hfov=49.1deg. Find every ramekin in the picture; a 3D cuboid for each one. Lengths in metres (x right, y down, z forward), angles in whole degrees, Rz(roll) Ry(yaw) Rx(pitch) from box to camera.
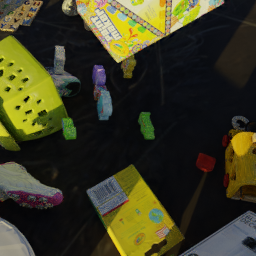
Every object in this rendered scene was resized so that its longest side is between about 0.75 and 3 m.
[{"bbox_3d":[-2.649,2.876,4.386,2.775,1.292,2.775,0,54,0],"label":"ramekin"}]

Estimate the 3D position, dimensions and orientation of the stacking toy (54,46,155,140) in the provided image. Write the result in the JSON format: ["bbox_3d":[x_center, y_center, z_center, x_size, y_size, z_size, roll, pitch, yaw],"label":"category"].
[{"bbox_3d":[-0.644,-0.949,7.064,2.166,0.675,2.873,-2,55,-20],"label":"stacking toy"}]

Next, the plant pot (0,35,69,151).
[{"bbox_3d":[-2.673,-0.669,6.518,1.674,1.836,1.845,-37,63,-19],"label":"plant pot"}]

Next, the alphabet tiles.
[{"bbox_3d":[-4.074,-4.148,9.914,1.759,0.067,2.113,7,56,5],"label":"alphabet tiles"}]

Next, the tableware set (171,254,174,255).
[{"bbox_3d":[0.580,2.414,5.051,0.524,0.778,0.119,-26,67,-14],"label":"tableware set"}]

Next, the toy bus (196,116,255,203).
[{"bbox_3d":[2.746,0.545,6.108,2.018,1.105,2.138,-31,62,-19],"label":"toy bus"}]

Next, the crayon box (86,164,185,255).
[{"bbox_3d":[0.103,1.785,5.649,1.166,0.467,1.837,-27,59,-17],"label":"crayon box"}]

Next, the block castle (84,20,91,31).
[{"bbox_3d":[-0.247,-4.130,9.085,2.589,1.215,1.730,1,63,-2],"label":"block castle"}]

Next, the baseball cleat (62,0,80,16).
[{"bbox_3d":[-1.880,-4.616,9.975,1.065,0.698,2.001,17,51,25],"label":"baseball cleat"}]

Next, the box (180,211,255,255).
[{"bbox_3d":[1.660,2.477,4.566,2.459,1.434,0.739,-24,104,-15],"label":"box"}]

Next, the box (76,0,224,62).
[{"bbox_3d":[0.184,-2.996,5.389,2.279,1.443,2.366,-25,55,15],"label":"box"}]

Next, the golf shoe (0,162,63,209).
[{"bbox_3d":[-2.327,1.137,5.943,2.038,0.767,0.933,8,53,4],"label":"golf shoe"}]

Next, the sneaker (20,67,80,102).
[{"bbox_3d":[-2.267,-1.213,7.507,1.706,0.663,1.193,-16,47,-40],"label":"sneaker"}]
